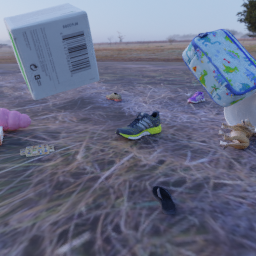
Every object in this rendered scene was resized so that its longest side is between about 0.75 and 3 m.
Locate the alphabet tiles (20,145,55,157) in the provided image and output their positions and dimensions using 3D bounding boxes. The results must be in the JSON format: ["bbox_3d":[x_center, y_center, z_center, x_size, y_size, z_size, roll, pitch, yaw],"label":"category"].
[{"bbox_3d":[-2.895,0.719,8.962,1.030,0.033,0.857,-6,18,-19],"label":"alphabet tiles"}]

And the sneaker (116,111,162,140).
[{"bbox_3d":[0.402,-0.144,10.361,2.101,0.850,0.776,-15,22,-39],"label":"sneaker"}]

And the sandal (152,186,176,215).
[{"bbox_3d":[0.803,1.504,6.090,0.379,0.213,0.996,-4,17,-12],"label":"sandal"}]

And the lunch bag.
[{"bbox_3d":[3.284,-2.123,9.500,2.080,1.067,2.588,-22,71,-30],"label":"lunch bag"}]

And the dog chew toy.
[{"bbox_3d":[-4.559,-0.297,10.987,1.434,0.893,0.893,4,16,-14],"label":"dog chew toy"}]

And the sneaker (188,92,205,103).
[{"bbox_3d":[3.945,-1.794,16.194,1.343,0.594,0.540,-16,25,-39],"label":"sneaker"}]

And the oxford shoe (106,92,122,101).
[{"bbox_3d":[-0.837,-1.923,16.778,1.297,0.485,0.457,15,22,40],"label":"oxford shoe"}]

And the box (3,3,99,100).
[{"bbox_3d":[-2.464,-2.561,9.150,2.311,2.300,1.980,-20,36,-17],"label":"box"}]

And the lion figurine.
[{"bbox_3d":[3.737,0.313,9.461,1.183,0.700,1.932,13,34,11],"label":"lion figurine"}]

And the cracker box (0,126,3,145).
[{"bbox_3d":[-4.835,0.302,9.759,0.827,0.356,1.234,-6,19,-18],"label":"cracker box"}]

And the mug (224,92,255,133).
[{"bbox_3d":[5.224,-0.573,10.751,2.056,1.731,2.345,-10,45,-41],"label":"mug"}]
